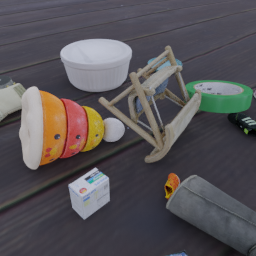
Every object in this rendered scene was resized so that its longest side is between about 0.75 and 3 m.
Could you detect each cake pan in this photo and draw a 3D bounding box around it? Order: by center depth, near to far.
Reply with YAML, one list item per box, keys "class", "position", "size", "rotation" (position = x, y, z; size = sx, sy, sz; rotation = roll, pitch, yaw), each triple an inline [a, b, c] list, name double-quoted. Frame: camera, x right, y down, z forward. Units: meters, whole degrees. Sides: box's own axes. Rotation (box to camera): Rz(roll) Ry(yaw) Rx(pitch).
- class: "cake pan"
  position: [-5.335, -1.852, 11.534]
  size: [1.189, 0.218, 1.189]
  rotation: [0, 36, 0]

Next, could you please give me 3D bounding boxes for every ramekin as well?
- class: "ramekin"
  position: [-1.283, -2.596, 11.607]
  size: [2.857, 1.330, 2.857]
  rotation: [1, 36, 0]

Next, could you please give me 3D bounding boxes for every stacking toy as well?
- class: "stacking toy"
  position: [-1.417, -0.015, 7.894]
  size: [2.955, 2.159, 2.159]
  rotation: [-1, 33, -27]

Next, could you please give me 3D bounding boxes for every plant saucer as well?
- class: "plant saucer"
  position: [1.707, -2.906, 13.000]
  size: [1.581, 0.217, 1.581]
  rotation: [1, 36, 0]

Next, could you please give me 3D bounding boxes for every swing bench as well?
- class: "swing bench"
  position: [0.897, -0.684, 7.955]
  size: [2.331, 1.512, 2.318]
  rotation: [52, 45, -8]

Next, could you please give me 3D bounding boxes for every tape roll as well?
- class: "tape roll"
  position: [3.161, -1.165, 9.928]
  size: [2.273, 0.546, 2.273]
  rotation: [0, 24, 0]

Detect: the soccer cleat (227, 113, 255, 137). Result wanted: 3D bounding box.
- class: "soccer cleat"
  position: [3.753, -0.080, 8.891]
  size: [1.378, 0.465, 0.559]
  rotation: [31, 48, 32]

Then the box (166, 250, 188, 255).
- class: "box"
  position: [0.588, 2.836, 4.981]
  size: [1.385, 0.276, 0.948]
  rotation: [-10, 37, -14]

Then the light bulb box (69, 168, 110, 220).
- class: "light bulb box"
  position: [-0.866, 1.487, 6.399]
  size: [0.500, 0.801, 0.794]
  rotation: [31, 45, 34]

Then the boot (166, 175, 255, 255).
- class: "boot"
  position: [1.897, 2.085, 5.458]
  size: [2.614, 0.949, 2.377]
  rotation: [32, 32, 27]

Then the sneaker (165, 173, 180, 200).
- class: "sneaker"
  position: [1.066, 1.393, 6.837]
  size: [0.346, 0.327, 0.897]
  rotation: [39, 27, -17]

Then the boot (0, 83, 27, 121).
- class: "boot"
  position: [-4.754, -1.072, 9.890]
  size: [2.451, 0.883, 1.895]
  rotation: [29, 45, 26]

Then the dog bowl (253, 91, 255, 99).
- class: "dog bowl"
  position: [5.416, -1.318, 10.613]
  size: [1.164, 0.429, 1.164]
  rotation: [-1, 36, 0]
